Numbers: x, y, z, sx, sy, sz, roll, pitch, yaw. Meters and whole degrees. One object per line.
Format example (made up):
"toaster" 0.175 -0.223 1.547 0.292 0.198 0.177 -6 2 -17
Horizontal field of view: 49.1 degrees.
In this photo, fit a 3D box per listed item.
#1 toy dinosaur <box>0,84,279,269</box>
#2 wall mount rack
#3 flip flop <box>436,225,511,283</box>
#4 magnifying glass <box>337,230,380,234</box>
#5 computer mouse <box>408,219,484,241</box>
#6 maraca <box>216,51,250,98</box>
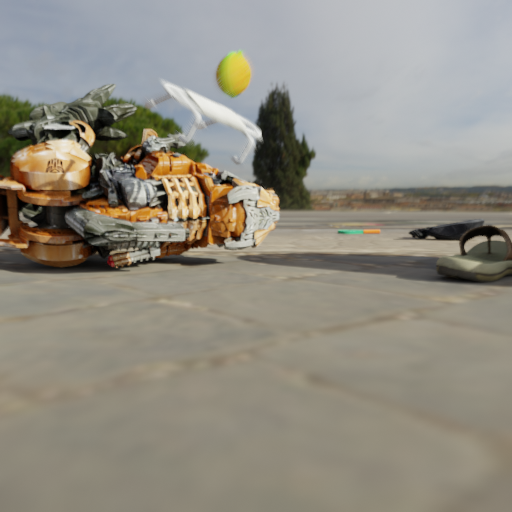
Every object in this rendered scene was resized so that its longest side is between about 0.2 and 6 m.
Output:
"toy dinosaur" -2.485 -0.977 7.792 5.310 2.712 3.604 20 15 -21
"wall mount rack" -0.611 -1.471 6.067 1.259 0.470 1.094 15 27 -41
"flip flop" 2.769 -0.072 6.828 0.830 0.590 2.048 4 7 38
"magnifying glass" 2.765 -0.645 15.108 1.132 0.127 0.451 1 5 0
"computer mouse" 4.367 -0.519 12.717 1.593 0.420 1.103 -9 0 32
"maraca" -0.304 -2.666 8.195 0.480 0.615 0.897 4 32 16
